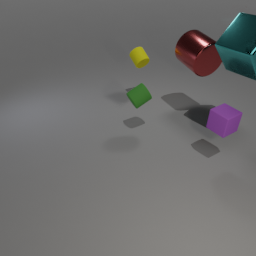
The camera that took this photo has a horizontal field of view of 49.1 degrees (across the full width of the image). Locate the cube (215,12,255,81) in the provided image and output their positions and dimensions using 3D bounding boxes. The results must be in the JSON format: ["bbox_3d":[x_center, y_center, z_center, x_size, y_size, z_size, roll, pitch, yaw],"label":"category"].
[{"bbox_3d":[3.970,-2.634,9.117,1.400,1.400,1.400,-51,46,-1],"label":"cube"}]

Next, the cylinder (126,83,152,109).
[{"bbox_3d":[0.414,-1.190,10.381,0.700,0.700,0.700,-35,36,-1],"label":"cylinder"}]

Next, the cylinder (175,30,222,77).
[{"bbox_3d":[2.809,-2.968,11.093,1.400,1.400,1.400,-13,43,-21],"label":"cylinder"}]

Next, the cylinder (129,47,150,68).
[{"bbox_3d":[0.523,-3.211,12.782,0.700,0.700,0.700,-20,72,-30],"label":"cylinder"}]

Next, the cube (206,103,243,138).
[{"bbox_3d":[2.983,-0.242,8.710,0.700,0.700,0.700,-21,42,-29],"label":"cube"}]
